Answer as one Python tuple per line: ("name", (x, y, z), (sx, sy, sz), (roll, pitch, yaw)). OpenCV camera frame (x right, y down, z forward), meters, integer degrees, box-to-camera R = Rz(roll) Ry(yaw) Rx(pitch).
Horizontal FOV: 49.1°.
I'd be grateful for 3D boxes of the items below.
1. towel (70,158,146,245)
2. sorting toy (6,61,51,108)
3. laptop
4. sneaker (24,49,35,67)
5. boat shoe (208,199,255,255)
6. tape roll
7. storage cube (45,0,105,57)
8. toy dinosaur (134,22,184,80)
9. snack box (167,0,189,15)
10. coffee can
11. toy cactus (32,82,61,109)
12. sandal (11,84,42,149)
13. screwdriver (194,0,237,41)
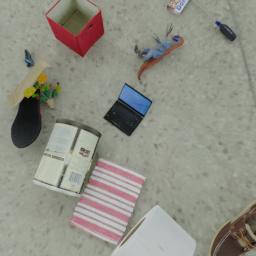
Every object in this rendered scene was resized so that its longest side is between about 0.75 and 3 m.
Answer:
("towel", (-0.683, 2.543, 10.000), (1.897, 0.388, 2.592), (22, 75, 6))
("sorting toy", (-3.433, -1.479, 9.841), (1.988, 2.668, 0.357), (-49, 121, -2))
("laptop", (-0.024, -0.680, 10.586), (1.295, 0.755, 1.462), (36, 78, 9))
("sneaker", (-4.080, -2.838, 11.367), (0.329, 0.294, 0.803), (-24, 77, -6))
("boat shoe", (3.906, 3.508, 9.363), (2.940, 1.058, 1.061), (-39, 79, -9))
("tape roll", (0.723, 3.785, 8.649), (1.601, 2.332, 2.332), (43, 80, 11))
("storage cube", (-2.013, -4.079, 11.022), (1.755, 1.577, 1.500), (36, 79, 9))
("toy dinosaur", (1.294, -3.150, 11.387), (2.006, 1.161, 2.210), (-4, 114, -15))
("snack box", (2.403, -5.752, 12.135), (0.665, 0.225, 1.849), (30, 78, 7))
("coffee can", (-2.067, 1.023, 9.664), (1.675, 1.675, 2.289), (17, 77, 4))
("toy cactus", (-3.043, -1.260, 10.799), (1.199, 0.613, 0.990), (-28, 104, -41))
("sandal", (-3.745, -0.467, 10.681), (1.052, 0.631, 2.800), (-1, 61, -4))
("screwdriver", (3.539, -4.593, 11.801), (2.618, 0.365, 0.381), (45, 111, 12))
